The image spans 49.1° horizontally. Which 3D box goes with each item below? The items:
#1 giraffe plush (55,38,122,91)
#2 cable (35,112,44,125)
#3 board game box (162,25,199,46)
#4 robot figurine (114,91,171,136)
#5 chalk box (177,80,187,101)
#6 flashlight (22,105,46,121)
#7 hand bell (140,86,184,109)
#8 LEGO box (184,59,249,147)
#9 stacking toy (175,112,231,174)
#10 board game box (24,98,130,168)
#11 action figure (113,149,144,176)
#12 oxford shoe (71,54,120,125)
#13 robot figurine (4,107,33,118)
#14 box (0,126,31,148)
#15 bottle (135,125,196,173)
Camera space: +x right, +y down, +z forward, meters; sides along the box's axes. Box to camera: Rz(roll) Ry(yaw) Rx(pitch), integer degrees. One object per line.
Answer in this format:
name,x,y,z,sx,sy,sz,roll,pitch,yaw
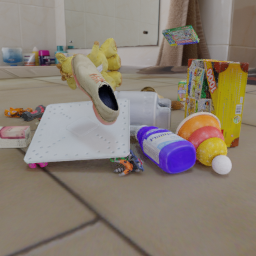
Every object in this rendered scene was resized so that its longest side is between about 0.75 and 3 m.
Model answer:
giraffe plush,-1.694,-2.433,11.539,2.147,2.285,2.648,0,12,23
cable,-2.895,-0.386,12.248,1.293,0.670,2.662,-3,1,27
board game box,1.802,-3.149,9.604,1.084,0.158,0.729,5,-22,40
robot figurine,0.160,-0.553,10.389,2.845,1.606,2.413,2,36,8
chalk box,3.580,-2.402,16.976,0.924,1.492,0.928,8,18,26
flashlight,-4.367,-0.716,12.999,0.485,0.487,1.434,5,16,17
hand bell,1.877,-1.217,14.104,2.727,1.420,1.420,2,11,-42
LEGO box,2.894,-0.924,9.617,1.060,2.747,2.046,-3,16,-15
stacking toy,2.251,0.595,7.785,1.422,1.422,1.946,-3,36,-11
board game box,-1.345,0.072,8.492,2.822,0.365,2.822,-4,37,3
action figure,0.017,0.924,7.405,0.831,0.449,0.859,-1,44,-28
oxford shoe,-0.800,-1.182,7.506,0.778,2.197,0.811,-27,-10,-30
robot figurine,-5.103,-0.738,13.258,1.289,0.375,0.934,2,18,5
box,-3.854,0.294,9.331,1.057,0.576,0.676,-1,16,-5
bottle,0.933,0.488,8.197,1.033,0.807,2.472,-15,20,-17
